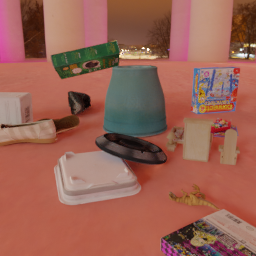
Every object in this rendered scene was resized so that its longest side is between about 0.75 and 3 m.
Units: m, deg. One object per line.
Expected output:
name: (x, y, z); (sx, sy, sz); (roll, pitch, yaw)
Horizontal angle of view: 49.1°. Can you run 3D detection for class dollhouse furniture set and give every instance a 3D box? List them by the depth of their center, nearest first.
dollhouse furniture set: (2.299, 0.041, 8.554); (2.017, 1.155, 2.365); (6, 18, 17)

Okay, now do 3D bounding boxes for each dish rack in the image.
dish rack: (-0.791, 0.996, 6.672); (1.823, 0.463, 2.125); (-5, 19, -17)

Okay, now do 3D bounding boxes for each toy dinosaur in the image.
toy dinosaur: (1.376, 1.441, 5.576); (1.125, 0.340, 0.597); (0, 27, 36)

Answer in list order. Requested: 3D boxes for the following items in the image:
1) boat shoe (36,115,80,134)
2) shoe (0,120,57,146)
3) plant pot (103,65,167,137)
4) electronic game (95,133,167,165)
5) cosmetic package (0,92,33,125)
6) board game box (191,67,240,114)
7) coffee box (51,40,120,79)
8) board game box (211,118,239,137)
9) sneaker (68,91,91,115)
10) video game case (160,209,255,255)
boat shoe: (-2.585, -0.046, 10.033); (1.731, 0.625, 0.623); (-14, -11, -11)
shoe: (-3.682, 0.107, 9.043); (2.715, 0.725, 0.949); (-2, 18, -5)
plant pot: (0.249, -1.120, 10.311); (2.447, 2.300, 2.447); (-1, 17, 0)
electronic game: (0.089, 0.567, 7.597); (1.997, 0.415, 1.997); (14, 9, -2)
cosmetic package: (-4.808, -0.526, 9.975); (2.542, 1.434, 1.031); (3, 17, 3)
board game box: (3.988, -1.734, 12.825); (2.073, 2.029, 0.579); (-5, 18, -15)
coffee box: (-1.585, -2.633, 10.975); (2.534, 0.557, 1.558); (-14, -6, -4)
board game box: (3.329, -0.115, 10.422); (1.445, 0.356, 1.828); (5, 17, 16)
sneaker: (-2.236, -1.301, 13.178); (1.074, 1.021, 2.709); (-2, 18, -14)
video game case: (1.535, 1.871, 4.056); (1.465, 0.289, 1.616); (-11, 20, -31)
